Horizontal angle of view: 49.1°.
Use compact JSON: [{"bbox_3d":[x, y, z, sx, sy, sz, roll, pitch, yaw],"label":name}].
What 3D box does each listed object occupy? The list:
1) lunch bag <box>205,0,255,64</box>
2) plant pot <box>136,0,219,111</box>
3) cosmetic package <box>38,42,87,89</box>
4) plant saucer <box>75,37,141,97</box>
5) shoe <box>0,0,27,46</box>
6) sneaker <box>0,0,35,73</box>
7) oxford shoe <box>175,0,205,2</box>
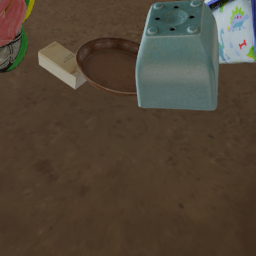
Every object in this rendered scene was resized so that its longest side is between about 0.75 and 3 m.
[{"bbox_3d":[2.908,-3.053,6.624,1.847,2.899,2.464,-10,13,-6],"label":"lunch bag"},{"bbox_3d":[0.454,-0.706,2.593,0.762,0.779,0.764,3,58,17],"label":"plant pot"},{"bbox_3d":[-1.675,-1.679,7.466,1.301,0.476,0.674,33,55,12],"label":"cosmetic package"},{"bbox_3d":[-0.177,-1.380,6.421,2.041,0.352,2.041,7,48,-8],"label":"plant saucer"},{"bbox_3d":[-2.672,-1.424,4.597,0.925,1.178,2.589,34,86,5],"label":"shoe"},{"bbox_3d":[-2.526,-2.189,5.652,0.852,0.931,2.185,7,85,-1],"label":"sneaker"},{"bbox_3d":[1.136,-3.788,5.861,1.097,1.033,2.933,11,57,-9],"label":"oxford shoe"}]
